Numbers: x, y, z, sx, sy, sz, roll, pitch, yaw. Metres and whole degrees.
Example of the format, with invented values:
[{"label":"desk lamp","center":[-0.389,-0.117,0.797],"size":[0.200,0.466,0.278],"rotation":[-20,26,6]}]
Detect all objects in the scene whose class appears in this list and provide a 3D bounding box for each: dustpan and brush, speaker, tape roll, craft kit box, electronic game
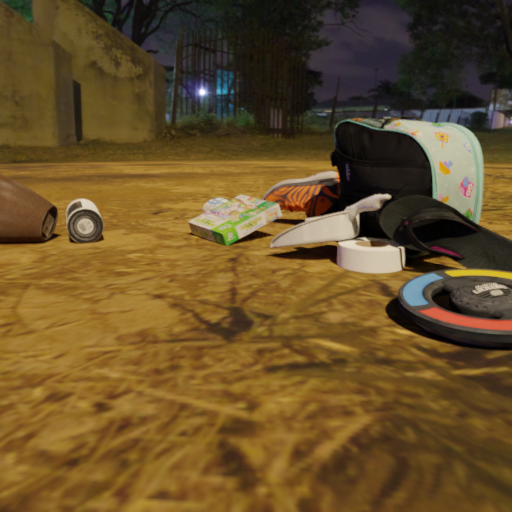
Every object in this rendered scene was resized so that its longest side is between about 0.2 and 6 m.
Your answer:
[{"label":"dustpan and brush","center":[1.631,-0.678,10.954],"size":[1.797,0.737,2.575],"rotation":[-10,2,-37]},{"label":"speaker","center":[-4.231,-0.880,13.758],"size":[0.837,0.837,2.062],"rotation":[-4,14,-18]},{"label":"tape roll","center":[2.199,-0.021,10.745],"size":[1.274,0.446,1.274],"rotation":[0,13,0]},{"label":"craft kit box","center":[-0.537,-0.894,13.552],"size":[1.670,0.410,1.691],"rotation":[-33,29,-25]},{"label":"electronic game","center":[3.049,0.605,7.468],"size":[2.273,0.473,2.273],"rotation":[-2,17,1]}]

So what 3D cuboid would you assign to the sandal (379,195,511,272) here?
[{"label":"sandal","center":[3.337,-0.374,9.758],"size":[2.675,1.005,0.640],"rotation":[27,13,32]}]

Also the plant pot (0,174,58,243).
[{"label":"plant pot","center":[-5.647,-0.983,12.949],"size":[1.839,1.719,1.719],"rotation":[16,13,1]}]

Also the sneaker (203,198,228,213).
[{"label":"sneaker","center":[-0.815,-1.109,15.089],"size":[1.876,0.674,0.680],"rotation":[15,44,39]}]

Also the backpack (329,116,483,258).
[{"label":"backpack","center":[3.312,-1.504,11.895],"size":[2.514,2.883,3.280],"rotation":[-8,19,-17]}]

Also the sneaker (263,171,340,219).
[{"label":"sneaker","center":[1.218,-1.329,14.921],"size":[2.399,1.344,0.930],"rotation":[-15,-28,32]}]
